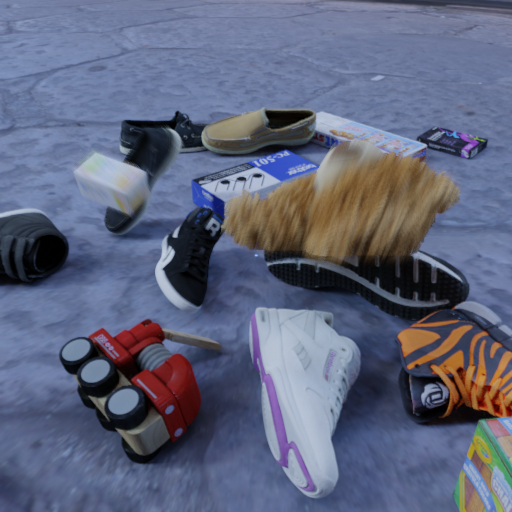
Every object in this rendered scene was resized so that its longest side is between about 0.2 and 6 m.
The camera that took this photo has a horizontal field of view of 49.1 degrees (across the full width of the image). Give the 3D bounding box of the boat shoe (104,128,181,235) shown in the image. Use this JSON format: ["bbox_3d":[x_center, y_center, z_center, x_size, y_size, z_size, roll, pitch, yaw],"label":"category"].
[{"bbox_3d":[-2.461,-1.478,11.049,0.931,2.491,0.826,52,23,25],"label":"boat shoe"}]

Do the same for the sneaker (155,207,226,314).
[{"bbox_3d":[-1.042,-0.130,9.738,0.859,1.315,2.352,34,18,-27],"label":"sneaker"}]

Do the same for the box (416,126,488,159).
[{"bbox_3d":[5.459,-3.185,15.654,1.617,0.292,1.156,23,40,33],"label":"box"}]

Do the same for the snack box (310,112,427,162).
[{"bbox_3d":[2.772,-3.236,15.572,1.335,0.451,3.712,-27,41,-35],"label":"snack box"}]

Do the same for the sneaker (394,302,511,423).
[{"bbox_3d":[2.992,1.865,7.203,1.847,1.279,3.297,-17,26,-17],"label":"sneaker"}]

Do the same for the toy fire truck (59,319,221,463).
[{"bbox_3d":[-1.271,1.555,7.682,2.084,1.341,1.834,-35,45,-27],"label":"toy fire truck"}]

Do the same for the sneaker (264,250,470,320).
[{"bbox_3d":[1.960,0.016,9.809,3.538,1.304,1.415,18,35,25],"label":"sneaker"}]

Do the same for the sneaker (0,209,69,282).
[{"bbox_3d":[-4.799,0.000,9.955,1.541,1.098,3.106,23,35,39],"label":"sneaker"}]

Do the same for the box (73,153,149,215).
[{"bbox_3d":[-2.527,-1.274,9.857,1.104,0.560,0.621,22,54,20],"label":"box"}]

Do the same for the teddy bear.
[{"bbox_3d":[1.063,-0.750,7.783,2.931,1.350,4.043,-2,3,9],"label":"teddy bear"}]

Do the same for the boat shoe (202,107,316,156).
[{"bbox_3d":[0.086,-3.535,15.023,3.131,1.192,1.122,-11,71,-9],"label":"boat shoe"}]

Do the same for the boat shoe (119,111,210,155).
[{"bbox_3d":[-2.259,-3.494,15.462,3.035,1.006,1.134,-6,33,-9],"label":"boat shoe"}]

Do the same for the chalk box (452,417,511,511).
[{"bbox_3d":[2.893,2.352,5.751,1.076,1.738,1.081,-4,33,-6],"label":"chalk box"}]

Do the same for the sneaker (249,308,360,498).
[{"bbox_3d":[0.783,1.644,7.385,1.547,1.163,3.106,-4,33,-6],"label":"sneaker"}]

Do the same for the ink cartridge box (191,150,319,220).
[{"bbox_3d":[0.044,-1.657,12.978,2.816,0.623,1.324,-23,40,-31],"label":"ink cartridge box"}]
